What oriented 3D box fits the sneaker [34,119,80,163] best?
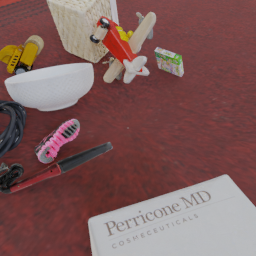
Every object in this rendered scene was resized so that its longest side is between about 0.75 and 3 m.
[{"bbox_3d":[-1.667,0.220,6.458,1.250,0.494,0.596,-46,37,-21],"label":"sneaker"}]

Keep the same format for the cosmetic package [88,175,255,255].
[{"bbox_3d":[0.810,2.190,3.119,1.943,1.932,2.322,-14,41,-16],"label":"cosmetic package"}]

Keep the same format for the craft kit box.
[{"bbox_3d":[1.321,-2.096,8.927,0.885,0.896,0.217,25,74,26],"label":"craft kit box"}]

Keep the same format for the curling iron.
[{"bbox_3d":[-1.496,0.747,5.639,2.468,0.612,0.315,-16,29,-4],"label":"curling iron"}]

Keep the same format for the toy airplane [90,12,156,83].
[{"bbox_3d":[-0.001,-2.283,8.172,1.995,1.986,1.408,9,22,34],"label":"toy airplane"}]

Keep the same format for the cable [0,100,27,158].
[{"bbox_3d":[-3.564,0.117,6.456,2.496,0.634,2.037,-33,45,-23],"label":"cable"}]

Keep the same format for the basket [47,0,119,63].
[{"bbox_3d":[-1.420,-3.643,9.509,1.676,2.473,1.525,26,68,18],"label":"basket"}]

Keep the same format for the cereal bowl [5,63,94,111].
[{"bbox_3d":[-1.994,-1.063,7.500,2.270,0.946,2.270,-7,21,3],"label":"cereal bowl"}]

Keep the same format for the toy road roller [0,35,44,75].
[{"bbox_3d":[-3.428,-2.362,8.859,1.054,1.444,0.887,28,24,-21],"label":"toy road roller"}]
